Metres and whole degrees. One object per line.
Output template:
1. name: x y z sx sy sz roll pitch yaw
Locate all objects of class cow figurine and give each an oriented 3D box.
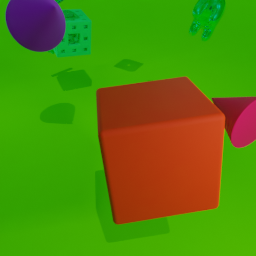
1. cow figurine: 2.286 -3.350 7.406 0.896 1.633 1.607 27 76 10

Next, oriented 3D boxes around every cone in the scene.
1. cone: 1.839 -0.324 5.000 0.987 0.987 0.990 -19 40 -24
2. cone: -1.641 -2.234 5.540 1.280 1.280 1.285 -23 18 -27

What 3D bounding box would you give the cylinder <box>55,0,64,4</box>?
1. cylinder: -1.949 -4.011 7.835 0.813 0.813 0.813 -35 45 -9

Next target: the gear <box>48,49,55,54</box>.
1. gear: -2.631 -3.248 10.377 0.197 1.064 1.064 44 52 15

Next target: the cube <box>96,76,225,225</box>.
1. cube: 0.352 0.232 3.813 1.372 1.372 1.372 -8 29 -3

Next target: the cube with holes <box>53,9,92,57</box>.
1. cube with holes: -1.927 -3.136 9.221 1.123 1.123 1.123 -12 43 -22
